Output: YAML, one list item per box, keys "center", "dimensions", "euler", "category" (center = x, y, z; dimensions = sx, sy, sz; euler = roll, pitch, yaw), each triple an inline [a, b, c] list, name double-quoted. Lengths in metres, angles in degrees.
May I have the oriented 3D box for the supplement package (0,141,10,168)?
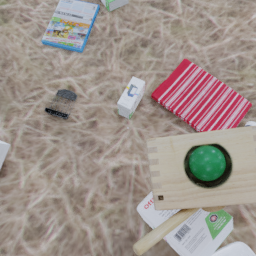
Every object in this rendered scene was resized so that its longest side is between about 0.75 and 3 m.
- center: [-5.171, 0.820, 7.957]
  dimensions: [2.415, 1.833, 1.820]
  euler: [21, 85, 7]
  category: "supplement package"

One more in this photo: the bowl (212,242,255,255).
- center: [2.623, 4.423, 7.291]
  dimensions: [2.311, 0.864, 2.314]
  euler: [-26, 70, -9]
  category: "bowl"

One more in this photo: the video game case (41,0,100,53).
- center: [-2.202, -4.055, 10.913]
  dimensions: [1.620, 0.201, 2.263]
  euler: [14, 69, 5]
  category: "video game case"

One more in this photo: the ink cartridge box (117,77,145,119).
- center: [0.120, -1.002, 9.390]
  dimensions: [0.504, 0.837, 1.152]
  euler: [27, 71, 10]
  category: "ink cartridge box"

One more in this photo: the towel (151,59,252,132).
- center: [2.512, -0.951, 9.653]
  dimensions: [2.944, 0.331, 2.129]
  euler: [38, 71, 11]
  category: "towel"

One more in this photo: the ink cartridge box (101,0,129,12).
- center: [-0.686, -5.444, 11.263]
  dimensions: [0.925, 0.533, 1.268]
  euler: [-31, 72, -11]
  category: "ink cartridge box"

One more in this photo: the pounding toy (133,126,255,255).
- center: [1.394, 1.047, 5.704]
  dimensions: [2.457, 2.669, 1.897]
  euler: [-8, 87, 10]
  category: "pounding toy"

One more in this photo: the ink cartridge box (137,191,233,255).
- center: [1.510, 2.455, 7.620]
  dimensions: [1.512, 0.877, 2.088]
  euler: [-42, 48, -16]
  category: "ink cartridge box"

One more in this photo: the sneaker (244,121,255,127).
- center: [4.188, 0.883, 8.615]
  dimensions: [2.067, 0.786, 1.494]
  euler: [37, 63, 23]
  category: "sneaker"

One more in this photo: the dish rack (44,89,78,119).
- center: [-2.257, -0.866, 9.633]
  dimensions: [0.846, 0.301, 1.103]
  euler: [18, 70, 6]
  category: "dish rack"
